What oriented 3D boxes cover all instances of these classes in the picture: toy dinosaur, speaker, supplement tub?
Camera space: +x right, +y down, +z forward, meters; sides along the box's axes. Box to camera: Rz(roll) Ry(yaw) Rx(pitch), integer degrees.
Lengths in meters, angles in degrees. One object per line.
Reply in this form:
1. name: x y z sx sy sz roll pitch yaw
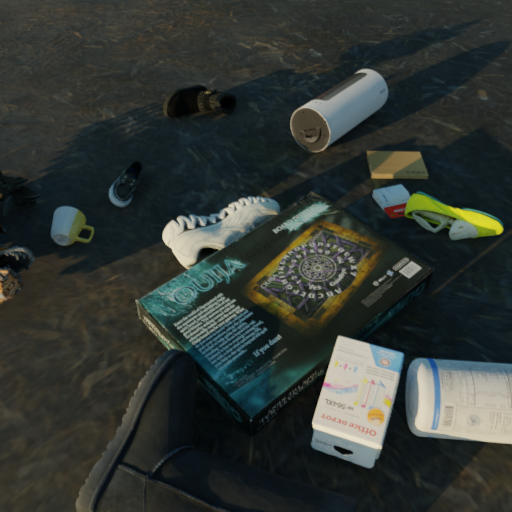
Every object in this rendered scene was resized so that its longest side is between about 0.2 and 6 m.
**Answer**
1. toy dinosaur: -6.595 -0.930 10.885 5.610 2.866 3.808 29 62 0
2. speaker: 2.297 -3.972 15.217 1.254 1.254 3.089 28 49 28
3. supplement tub: 3.183 2.135 8.261 1.760 1.161 1.161 4 41 3

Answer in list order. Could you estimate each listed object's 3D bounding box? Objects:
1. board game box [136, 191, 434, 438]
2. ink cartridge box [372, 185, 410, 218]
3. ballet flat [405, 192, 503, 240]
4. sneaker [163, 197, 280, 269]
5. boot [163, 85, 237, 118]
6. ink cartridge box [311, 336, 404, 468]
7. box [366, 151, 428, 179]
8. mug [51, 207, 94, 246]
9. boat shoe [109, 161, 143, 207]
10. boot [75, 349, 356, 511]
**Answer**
1. board game box: 0.574 0.681 10.006 4.479 0.631 3.030 -32 54 -28
2. ink cartridge box: 3.215 -1.259 12.873 0.740 0.219 0.925 -12 41 -13
3. ballet flat: 4.155 -0.728 12.034 2.087 0.697 0.699 27 69 31
4. sneaker: -0.573 -0.449 11.548 2.575 0.968 1.044 -21 62 -22
5. boot: -1.587 -4.344 16.034 1.396 0.703 1.867 28 48 28
6. ink cartridge box: 1.461 2.151 8.141 0.999 0.973 1.554 13 63 16
7. box: 3.537 -2.305 14.125 1.381 0.147 1.128 1 41 2
8. mug: -3.927 -0.584 11.800 0.825 0.661 0.677 -2 48 6
9. boat shoe: -3.021 -1.732 13.112 0.530 0.437 1.543 29 37 -17
10. boot: -0.259 2.842 7.450 3.305 1.085 2.724 12 53 20
